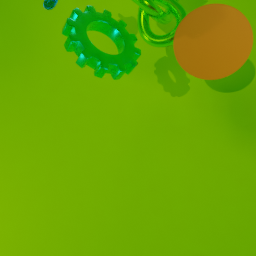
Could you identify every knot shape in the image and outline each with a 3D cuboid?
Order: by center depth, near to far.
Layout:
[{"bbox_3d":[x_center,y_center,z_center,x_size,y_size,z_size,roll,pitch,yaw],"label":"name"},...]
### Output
[{"bbox_3d":[0.608,-3.068,6.899,1.792,0.885,1.915,17,71,-26],"label":"knot shape"}]

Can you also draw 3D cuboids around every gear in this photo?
[{"bbox_3d":[-0.437,-1.517,4.952,1.404,0.260,1.404,16,56,-25],"label":"gear"}]

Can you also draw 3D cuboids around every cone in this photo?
[{"bbox_3d":[1.843,-2.054,6.107,1.508,1.508,1.513,20,38,4],"label":"cone"}]

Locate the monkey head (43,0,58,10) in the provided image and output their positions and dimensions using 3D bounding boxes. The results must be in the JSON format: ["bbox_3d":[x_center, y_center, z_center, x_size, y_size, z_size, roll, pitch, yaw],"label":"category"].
[{"bbox_3d":[-1.465,-3.157,5.976,0.923,0.773,1.283,10,70,-26],"label":"monkey head"}]
